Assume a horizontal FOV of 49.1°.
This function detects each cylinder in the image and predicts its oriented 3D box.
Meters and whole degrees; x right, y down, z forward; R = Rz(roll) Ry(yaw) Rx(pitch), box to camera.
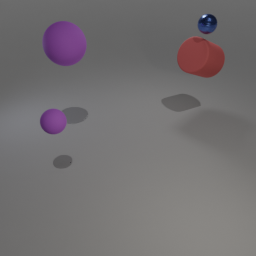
[{"bbox_3d":[2.930,-2.806,11.242,1.400,1.400,1.400,0,23,-46],"label":"cylinder"}]

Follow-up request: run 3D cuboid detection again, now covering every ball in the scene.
[{"bbox_3d":[-2.017,-0.175,7.578,0.700,0.700,0.700,0,32,0],"label":"ball"},{"bbox_3d":[-2.054,-2.730,9.106,1.400,1.400,1.400,0,32,0],"label":"ball"},{"bbox_3d":[2.889,-3.778,10.189,0.700,0.700,0.700,0,32,0],"label":"ball"}]
